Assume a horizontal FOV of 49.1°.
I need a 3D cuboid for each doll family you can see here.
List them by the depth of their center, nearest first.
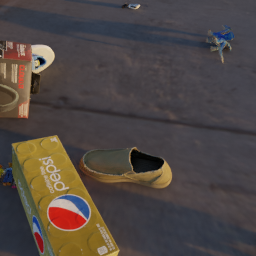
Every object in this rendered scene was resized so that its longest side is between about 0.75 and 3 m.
[{"bbox_3d":[-2.605,0.981,5.954,0.809,0.365,0.502,0,48,-3],"label":"doll family"}]

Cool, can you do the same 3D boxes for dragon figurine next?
[{"bbox_3d":[3.374,-3.050,9.830,0.973,0.576,1.957,-4,44,-4],"label":"dragon figurine"}]

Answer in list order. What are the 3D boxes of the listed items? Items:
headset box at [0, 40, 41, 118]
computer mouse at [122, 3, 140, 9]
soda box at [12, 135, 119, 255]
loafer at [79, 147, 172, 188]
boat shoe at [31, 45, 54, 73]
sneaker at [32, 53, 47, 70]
[{"bbox_3d":[-3.387,-1.186,6.825,2.372,1.765,0.916,2,42,-23],"label":"headset box"},{"bbox_3d":[0.153,-5.416,12.490,0.799,0.175,0.438,15,42,22],"label":"computer mouse"},{"bbox_3d":[-1.290,1.390,5.044,0.942,0.891,2.782,-11,44,-32],"label":"soda box"},{"bbox_3d":[-0.056,0.739,5.972,2.021,0.682,0.768,6,45,6],"label":"loafer"},{"bbox_3d":[-3.641,-2.087,8.569,2.650,0.975,0.866,-21,56,-21],"label":"boat shoe"},{"bbox_3d":[-2.833,-1.853,7.878,0.527,0.474,1.281,18,30,21],"label":"sneaker"}]
